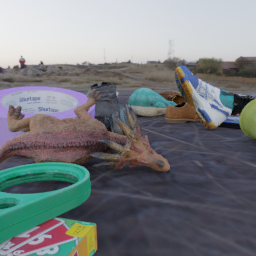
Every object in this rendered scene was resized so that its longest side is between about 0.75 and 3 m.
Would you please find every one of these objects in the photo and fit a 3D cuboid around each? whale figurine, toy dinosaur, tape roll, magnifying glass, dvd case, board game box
[{"bbox_3d":[1.128,-1.151,12.368,2.292,1.189,1.823,-2,10,-25],"label":"whale figurine"},{"bbox_3d":[-0.875,0.214,4.423,2.897,1.244,1.964,-11,20,-27],"label":"toy dinosaur"},{"bbox_3d":[-1.979,-0.266,6.408,2.408,0.790,2.408,6,22,-3],"label":"tape roll"},{"bbox_3d":[-1.056,0.696,2.221,1.095,0.308,2.751,1,8,8],"label":"magnifying glass"},{"bbox_3d":[3.888,-0.224,9.854,1.546,0.190,2.167,7,12,41],"label":"dvd case"},{"bbox_3d":[-1.198,1.116,1.470,1.168,0.367,2.445,2,12,18],"label":"board game box"}]

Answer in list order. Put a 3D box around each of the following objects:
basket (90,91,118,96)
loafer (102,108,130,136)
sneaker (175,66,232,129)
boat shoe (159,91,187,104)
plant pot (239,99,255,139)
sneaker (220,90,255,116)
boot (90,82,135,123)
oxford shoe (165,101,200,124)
[{"bbox_3d":[-1.595,-2.217,18.639,1.752,1.219,1.545,11,12,6],"label":"basket"},{"bbox_3d":[-0.303,0.040,6.775,0.785,0.897,2.497,-19,7,2],"label":"loafer"},{"bbox_3d":[2.369,-1.103,8.904,0.990,2.246,0.845,-32,-3,-6],"label":"sneaker"},{"bbox_3d":[2.634,-1.629,15.991,2.626,0.945,0.887,9,11,34],"label":"boat shoe"},{"bbox_3d":[3.367,-0.057,6.634,1.126,1.126,1.036,1,21,4],"label":"plant pot"},{"bbox_3d":[4.362,-0.954,11.137,1.657,1.148,2.745,4,1,-6],"label":"sneaker"},{"bbox_3d":[-0.470,-1.043,10.784,0.788,1.486,2.258,5,11,35],"label":"boot"},{"bbox_3d":[2.298,-0.613,10.504,2.169,0.773,0.773,-5,9,-37],"label":"oxford shoe"}]
